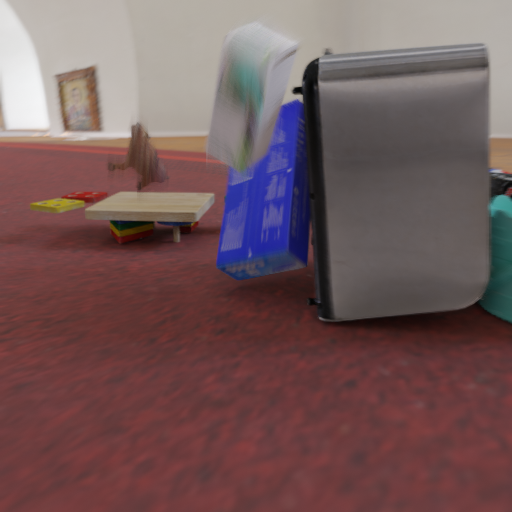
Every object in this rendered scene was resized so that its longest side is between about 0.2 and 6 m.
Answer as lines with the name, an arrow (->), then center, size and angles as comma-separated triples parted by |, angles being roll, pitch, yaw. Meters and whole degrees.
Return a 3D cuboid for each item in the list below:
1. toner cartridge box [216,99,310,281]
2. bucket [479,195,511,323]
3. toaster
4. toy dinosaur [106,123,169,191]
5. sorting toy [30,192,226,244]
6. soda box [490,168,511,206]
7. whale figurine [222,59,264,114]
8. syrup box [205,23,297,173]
toner cartridge box -> 0.177, -0.949, 7.977 | 1.182, 2.488, 0.537 | -13, -32, 34
bucket -> 3.689, 0.041, 6.812 | 2.043, 1.329, 2.043 | 1, 14, 0
toaster -> 1.757, -1.180, 7.340 | 2.057, 3.467, 3.135 | -2, 13, 14
toy dinosaur -> -1.580, -1.328, 8.148 | 0.799, 0.506, 1.179 | -2, -29, 37
sorting toy -> -2.079, -0.730, 10.779 | 4.157, 0.703, 2.004 | 2, 16, 4
soda box -> 5.460, -1.490, 12.995 | 0.871, 0.974, 2.752 | 2, 16, -3
whale figurine -> -0.072, -1.570, 5.138 | 0.272, 0.524, 0.416 | -33, 19, 23
syrup box -> -0.083, -1.613, 5.803 | 0.535, 1.358, 0.553 | 33, 47, 16
